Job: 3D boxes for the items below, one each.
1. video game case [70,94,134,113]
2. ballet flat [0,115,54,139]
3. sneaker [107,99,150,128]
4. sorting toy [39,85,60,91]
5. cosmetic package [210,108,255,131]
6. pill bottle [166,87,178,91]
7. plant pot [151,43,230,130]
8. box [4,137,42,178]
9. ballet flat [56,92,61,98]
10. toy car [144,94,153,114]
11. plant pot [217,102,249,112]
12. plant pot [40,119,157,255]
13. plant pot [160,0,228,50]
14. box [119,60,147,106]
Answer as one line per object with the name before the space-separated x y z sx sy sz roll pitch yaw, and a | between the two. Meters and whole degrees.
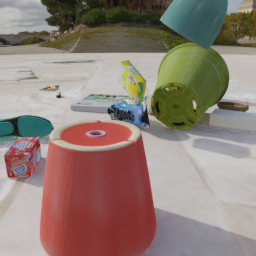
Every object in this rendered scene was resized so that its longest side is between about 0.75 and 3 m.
video game case | -0.899 -1.169 13.010 2.751 0.303 2.507 4 19 13
ballet flat | -3.568 -0.055 9.073 2.275 0.766 0.801 -4 11 -12
sneaker | -0.049 -0.445 10.151 1.112 0.980 2.495 -16 15 -21
sorting toy | -4.663 -2.443 16.935 0.894 0.178 1.209 6 20 17
cosmetic package | 3.980 -0.292 10.151 1.845 0.467 0.761 10 21 28
pill bottle | 3.303 -2.171 14.260 2.460 1.366 1.366 9 21 25
plant pot | 2.116 -1.339 10.445 2.924 2.924 2.776 8 33 21
box | -2.597 0.702 7.022 0.578 0.604 1.211 -1 19 -4
ballet flat | -3.676 -1.769 14.825 0.261 0.262 0.767 -2 19 -10
toy car | 1.254 -0.966 11.762 0.961 0.850 0.886 5 5 -23
plant pot | 4.125 -0.682 11.098 1.206 0.556 1.206 2 15 -1
plant pot | -0.496 0.894 4.654 2.020 1.787 2.020 0 18 0
plant pot | 1.359 -2.226 5.445 1.166 0.936 1.166 26 26 -14
box | 0.160 -1.411 8.843 0.351 0.851 1.450 -14 48 -20
